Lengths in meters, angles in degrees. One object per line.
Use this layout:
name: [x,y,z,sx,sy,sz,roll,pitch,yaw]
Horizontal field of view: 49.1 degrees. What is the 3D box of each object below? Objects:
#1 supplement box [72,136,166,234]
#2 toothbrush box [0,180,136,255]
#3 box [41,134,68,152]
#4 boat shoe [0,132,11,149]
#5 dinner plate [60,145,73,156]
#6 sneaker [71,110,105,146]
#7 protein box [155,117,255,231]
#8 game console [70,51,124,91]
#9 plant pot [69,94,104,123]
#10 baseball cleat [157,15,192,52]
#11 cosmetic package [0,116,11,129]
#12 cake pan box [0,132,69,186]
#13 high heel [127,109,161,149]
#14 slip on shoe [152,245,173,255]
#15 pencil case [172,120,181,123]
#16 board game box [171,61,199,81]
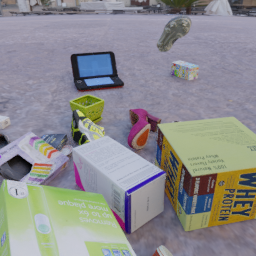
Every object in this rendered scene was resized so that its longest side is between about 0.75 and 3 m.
supplement box: [-0.287,1.228,6.756,1.165,1.140,2.253,-22,35,-35]
toothbrush box: [-0.976,2.137,4.219,1.983,1.173,2.724,18,17,-33]
box: [-2.492,0.544,8.872,0.843,0.273,1.069,-2,27,13]
boat shoe: [-4.015,0.466,8.681,0.791,0.674,2.366,-22,35,-33]
dinner plate: [-2.080,0.760,8.672,0.785,0.095,0.785,-8,25,4]
sneaker: [-1.291,0.166,9.256,0.873,0.861,2.284,-6,38,-27]
protein box: [2.048,0.960,6.833,2.237,1.520,2.254,-6,28,-11]
game console: [-1.589,-2.952,14.365,2.408,1.429,2.076,-9,29,-15]
plant pot: [-1.523,-0.636,10.562,0.968,0.882,0.972,24,36,36]
baseball cleat: [1.793,-3.883,10.809,0.841,1.284,2.412,29,-17,-13]
cosmetic package: [-4.862,-0.245,10.427,0.799,0.324,0.451,9,29,19]
cake pan box: [-2.655,0.933,7.544,1.487,0.422,1.615,32,35,12]
high heel: [0.171,-0.039,9.391,1.290,0.904,2.683,20,18,16]
slip on shoe: [0.843,2.720,4.735,0.448,0.543,1.465,-44,46,2]
pencil case: [1.461,0.199,9.340,0.585,0.509,1.307,42,39,4]
board game box: [3.145,-3.224,15.625,0.734,0.721,1.399,-18,33,-31]
